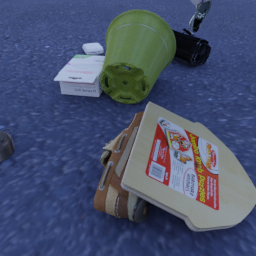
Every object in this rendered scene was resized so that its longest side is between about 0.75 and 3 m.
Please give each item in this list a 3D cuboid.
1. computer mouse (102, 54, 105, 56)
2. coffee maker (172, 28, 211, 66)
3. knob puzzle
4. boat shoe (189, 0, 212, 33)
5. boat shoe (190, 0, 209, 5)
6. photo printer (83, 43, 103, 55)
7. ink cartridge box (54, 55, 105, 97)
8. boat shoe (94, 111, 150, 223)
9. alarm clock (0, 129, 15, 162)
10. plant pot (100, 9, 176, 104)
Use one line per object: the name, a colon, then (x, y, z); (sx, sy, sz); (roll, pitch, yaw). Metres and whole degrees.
computer mouse: (-1.115, -3.020, 12.234); (0.307, 0.178, 1.049); (8, 35, 10)
coffee maker: (2.288, -3.358, 11.785); (1.757, 1.232, 1.829); (-23, 41, -34)
knob puzzle: (1.309, 0.854, 5.504); (2.969, 0.412, 2.969); (18, 42, -16)
boat shoe: (2.329, -3.588, 8.919); (0.464, 1.273, 0.393); (4, 63, -11)
boat shoe: (1.460, -3.526, 6.356); (0.538, 0.546, 1.540); (-23, 79, -22)
photo printer: (-1.618, -3.668, 13.059); (0.823, 0.343, 0.989); (-11, 34, -16)
ink cartridge box: (-1.498, -1.770, 9.756); (1.389, 0.798, 2.371); (5, 34, 8)
boat shoe: (-0.029, 0.577, 5.939); (1.108, 1.135, 2.999); (2, 33, 8)
alarm clock: (-3.247, 0.369, 6.883); (0.912, 0.450, 1.352); (3, 30, 4)
plant pot: (0.149, -2.120, 9.202); (2.556, 2.556, 2.427); (8, 47, 12)
